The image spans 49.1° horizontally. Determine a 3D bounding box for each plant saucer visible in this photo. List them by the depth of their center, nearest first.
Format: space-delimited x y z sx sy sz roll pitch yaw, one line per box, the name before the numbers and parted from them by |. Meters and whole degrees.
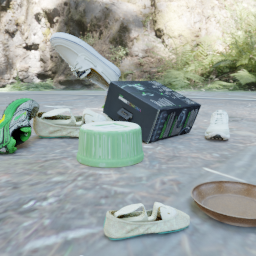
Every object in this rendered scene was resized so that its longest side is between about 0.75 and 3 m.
plant saucer | 1.570 1.088 4.042 1.307 0.239 1.307 -1 10 0

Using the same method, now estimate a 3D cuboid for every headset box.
headset box | 0.743 -0.657 9.412 2.222 1.184 2.552 35 29 34

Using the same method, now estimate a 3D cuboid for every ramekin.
ramekin | -0.421 0.328 6.753 1.638 0.800 1.638 0 10 0

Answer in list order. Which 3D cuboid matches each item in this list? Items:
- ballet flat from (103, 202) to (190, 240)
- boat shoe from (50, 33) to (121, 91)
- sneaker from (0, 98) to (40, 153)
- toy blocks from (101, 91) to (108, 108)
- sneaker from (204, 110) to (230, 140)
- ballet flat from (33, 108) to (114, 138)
ballet flat | 0.278 1.116 3.489 1.177 0.367 0.397 -3 10 -20
boat shoe | -1.584 -2.265 10.090 2.859 0.998 1.014 32 -30 -26
sneaker | -3.064 -0.031 7.918 0.992 0.908 2.328 12 38 4
toy blocks | -0.695 -2.028 18.340 2.211 1.511 1.105 5 11 29
sneaker | 3.006 -0.132 9.345 0.804 0.867 2.139 5 12 18
ballet flat | -1.633 -0.176 9.114 2.953 0.921 0.996 -2 31 -5
